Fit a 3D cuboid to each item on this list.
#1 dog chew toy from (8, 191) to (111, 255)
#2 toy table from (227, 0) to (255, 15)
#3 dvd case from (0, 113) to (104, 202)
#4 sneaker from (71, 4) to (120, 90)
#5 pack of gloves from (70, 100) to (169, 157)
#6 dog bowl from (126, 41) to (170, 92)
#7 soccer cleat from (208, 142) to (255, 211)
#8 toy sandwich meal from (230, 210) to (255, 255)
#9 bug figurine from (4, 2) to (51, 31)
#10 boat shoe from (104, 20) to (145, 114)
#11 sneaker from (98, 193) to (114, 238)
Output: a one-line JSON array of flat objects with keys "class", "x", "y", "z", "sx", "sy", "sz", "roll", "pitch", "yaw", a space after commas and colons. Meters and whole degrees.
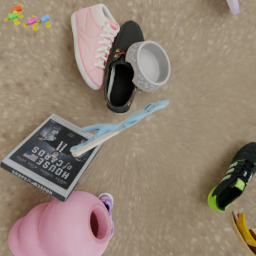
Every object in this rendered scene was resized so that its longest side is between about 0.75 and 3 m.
[{"class": "dog chew toy", "x": -1.933, "y": 2.753, "z": 7.374, "sx": 2.956, "sy": 1.841, "sz": 1.841, "roll": -21, "pitch": 87, "yaw": 25}, {"class": "toy table", "x": 3.255, "y": -4.150, "z": 8.147, "sx": 0.828, "sy": 1.300, "sz": 1.414, "roll": -21, "pitch": 98, "yaw": 16}, {"class": "dvd case", "x": -1.864, "y": 0.653, "z": 7.455, "sx": 1.783, "sy": 2.373, "sz": 0.293, "roll": 28, "pitch": 126, "yaw": 1}, {"class": "sneaker", "x": -0.813, "y": -2.385, "z": 7.986, "sx": 1.253, "sy": 0.902, "sz": 2.396, "roll": -14, "pitch": 84, "yaw": 25}, {"class": "pack of gloves", "x": -0.291, "y": -0.134, "z": 5.987, "sx": 2.238, "sy": 1.880, "sz": 0.442, "roll": -29, "pitch": 93, "yaw": -15}, {"class": "dog bowl", "x": 0.626, "y": -1.789, "z": 7.962, "sx": 1.467, "sy": 0.430, "sz": 1.467, "roll": 7, "pitch": 78, "yaw": -37}, {"class": "soccer cleat", "x": 3.154, "y": 1.405, "z": 7.936, "sx": 0.788, "sy": 0.946, "sz": 2.333, "roll": 37, "pitch": 88, "yaw": 2}, {"class": "toy sandwich meal", "x": 2.756, "y": 2.363, "z": 6.209, "sx": 0.430, "sy": 1.256, "sz": 1.256, "roll": -38, "pitch": 88, "yaw": 21}, {"class": "bug figurine", "x": -2.248, "y": -2.481, "z": 6.242, "sx": 0.986, "sy": 0.765, "sz": 0.254, "roll": 18, "pitch": 129, "yaw": -2}, {"class": "boat shoe", "x": -0.055, "y": -1.823, "z": 8.154, "sx": 1.033, "sy": 0.885, "sz": 2.825, "roll": 10, "pitch": 86, "yaw": 2}, {"class": "sneaker", "x": -0.695, "y": 2.598, "z": 8.057, "sx": 0.549, "sy": 0.603, "sz": 1.365, "roll": 0, "pitch": 88, "yaw": -1}]
